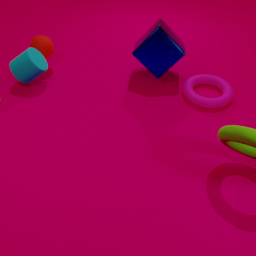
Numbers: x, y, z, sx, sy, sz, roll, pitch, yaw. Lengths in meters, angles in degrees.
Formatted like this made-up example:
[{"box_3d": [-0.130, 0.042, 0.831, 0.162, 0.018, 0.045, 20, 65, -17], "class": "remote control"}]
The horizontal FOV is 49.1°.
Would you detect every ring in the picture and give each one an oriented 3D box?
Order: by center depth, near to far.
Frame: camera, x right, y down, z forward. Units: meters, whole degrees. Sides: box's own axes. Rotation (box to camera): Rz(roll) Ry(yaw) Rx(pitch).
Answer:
[{"box_3d": [2.911, 0.416, 6.320, 1.785, 1.785, 0.357, 22, 85, 21], "class": "ring"}, {"box_3d": [2.647, -1.239, 9.295, 1.645, 0.329, 1.645, 0, 45, 0], "class": "ring"}]

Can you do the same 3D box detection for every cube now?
[{"box_3d": [1.069, -2.733, 9.618, 1.273, 1.273, 1.273, 41, 29, -17], "class": "cube"}]

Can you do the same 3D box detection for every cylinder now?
[{"box_3d": [-3.337, -2.097, 9.444, 0.889, 0.889, 0.889, -28, 41, 20], "class": "cylinder"}]

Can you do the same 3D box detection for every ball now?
[{"box_3d": [-3.074, -2.889, 10.019, 0.821, 0.821, 0.821, 0, 45, 0], "class": "ball"}]
